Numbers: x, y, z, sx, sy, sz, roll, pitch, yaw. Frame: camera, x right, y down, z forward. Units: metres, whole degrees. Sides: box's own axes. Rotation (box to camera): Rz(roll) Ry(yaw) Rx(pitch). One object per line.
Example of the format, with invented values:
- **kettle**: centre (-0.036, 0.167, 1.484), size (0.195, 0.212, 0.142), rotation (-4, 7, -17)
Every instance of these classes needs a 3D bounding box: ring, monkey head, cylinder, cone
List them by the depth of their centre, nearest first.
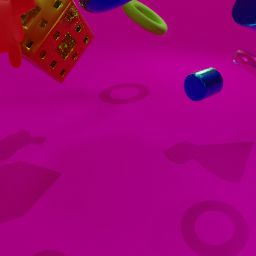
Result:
- **ring**: centre (0.014, -2.006, 3.569), size (1.516, 0.303, 1.516), rotation (-23, 39, 20)
- **monkey head**: centre (-1.843, -1.589, 4.032), size (0.966, 1.342, 0.809), rotation (-23, 30, 28)
- **ring**: centre (2.391, -0.938, 4.879), size (1.287, 0.257, 1.287), rotation (29, 23, -13)
- **cone**: centre (3.659, -2.596, 6.878), size (1.617, 1.623, 1.617), rotation (-26, 45, 30)
- **cylinder**: centre (1.906, -1.100, 7.093), size (0.713, 0.713, 0.713), rotation (-22, 38, -31)
- **ring**: centre (0.609, -4.037, 10.175), size (1.906, 0.381, 1.906), rotation (26, 33, -19)

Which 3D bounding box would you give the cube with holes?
- **cube with holes**: centre (-1.723, -1.946, 5.685), size (1.286, 1.286, 1.286), rotation (34, -3, 16)
